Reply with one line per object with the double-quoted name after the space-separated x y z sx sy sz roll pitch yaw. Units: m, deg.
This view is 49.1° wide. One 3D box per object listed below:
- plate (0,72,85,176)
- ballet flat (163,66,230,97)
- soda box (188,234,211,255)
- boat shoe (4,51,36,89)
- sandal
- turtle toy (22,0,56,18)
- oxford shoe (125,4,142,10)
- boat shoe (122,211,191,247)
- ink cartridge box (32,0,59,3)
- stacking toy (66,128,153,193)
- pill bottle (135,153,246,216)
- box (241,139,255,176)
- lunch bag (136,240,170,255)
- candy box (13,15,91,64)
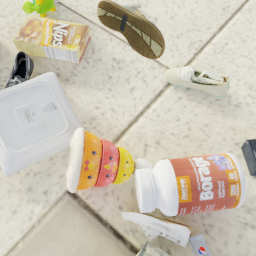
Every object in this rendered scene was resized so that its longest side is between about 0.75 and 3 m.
-3.300 -0.354 9.496 2.975 0.481 2.969 -25 76 -19 "plate"
2.611 -1.924 10.609 2.540 0.882 0.882 17 62 9 "ballet flat"
2.097 3.645 7.760 0.406 0.437 1.281 -16 62 -8 "soda box"
-4.212 -1.680 10.452 0.998 0.862 2.748 5 61 3 "boat shoe"
0.185 -3.518 9.669 2.861 1.149 0.772 38 44 11 "sandal"
-3.924 -5.531 12.395 0.784 1.130 1.551 41 69 12 "turtle toy"
0.011 -5.406 12.815 1.331 0.501 0.384 -17 103 -18 "oxford shoe"
0.739 2.891 8.013 2.028 0.718 0.703 12 77 15 "boat shoe"
-3.878 -6.188 12.936 1.203 0.882 0.500 -22 64 -11 "ink cartridge box"
-0.491 1.090 8.668 2.671 1.952 1.952 7 60 -14 "stacking toy"
1.710 1.660 8.124 2.879 1.615 1.615 -6 61 -6 "pill bottle"
4.444 0.914 9.133 1.054 0.665 1.072 -5 61 -3 "box"
0.572 4.119 7.057 1.531 1.097 1.866 30 59 16 "lunch bag"
-3.088 -3.692 11.616 2.732 0.755 1.577 11 61 7 "candy box"
